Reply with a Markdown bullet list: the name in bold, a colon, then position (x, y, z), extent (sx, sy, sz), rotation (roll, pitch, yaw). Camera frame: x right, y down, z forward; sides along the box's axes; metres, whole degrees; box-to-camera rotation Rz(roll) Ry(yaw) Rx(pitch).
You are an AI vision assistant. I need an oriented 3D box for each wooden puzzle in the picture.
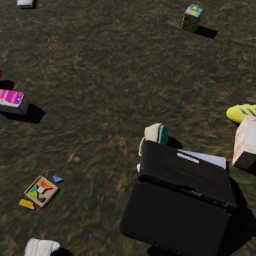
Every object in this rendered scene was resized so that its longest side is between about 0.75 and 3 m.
- **wooden puzzle**: position (-2.812, 2.052, 9.086), extent (0.904, 0.157, 1.340), rotation (24, 60, 14)

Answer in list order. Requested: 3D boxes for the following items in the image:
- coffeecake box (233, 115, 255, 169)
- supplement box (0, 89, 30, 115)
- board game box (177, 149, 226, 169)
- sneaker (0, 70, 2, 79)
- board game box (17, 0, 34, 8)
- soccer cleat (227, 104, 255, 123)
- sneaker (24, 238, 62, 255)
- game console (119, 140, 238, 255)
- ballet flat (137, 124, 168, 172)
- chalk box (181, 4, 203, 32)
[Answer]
- **coffeecake box**: position (4.047, 0.482, 9.526), extent (0.527, 1.108, 1.443), rotation (15, 58, 9)
- **supplement box**: position (-4.540, -1.010, 10.733), extent (1.275, 0.659, 0.645), rotation (8, 66, 7)
- **board game box**: position (2.448, 1.283, 9.573), extent (1.728, 0.168, 0.890), rotation (10, 56, 6)
- **sneaker**: position (-5.576, -1.555, 11.238), extent (0.783, 0.665, 1.805), rotation (33, 66, 4)
- **board game box**: position (-5.355, -6.773, 14.747), extent (0.750, 0.206, 1.189), rotation (-3, 57, -2)
- **soccer cleat**: position (4.847, -0.116, 10.092), extent (2.575, 0.832, 1.077), rotation (18, 62, 11)
- **sneaker**: position (-2.311, 4.093, 7.392), extent (1.007, 0.861, 2.312), rotation (1, 58, -5)
- **game console**: position (1.494, 2.103, 8.494), extent (2.977, 1.732, 2.618), rotation (21, 32, -5)
- **ballet flat**: position (0.774, 1.124, 9.405), extent (0.895, 0.968, 2.870), rotation (-9, 49, 28)
- **chalk box**: position (3.044, -5.246, 13.214), extent (0.699, 1.124, 0.696), rotation (24, 60, 15)
